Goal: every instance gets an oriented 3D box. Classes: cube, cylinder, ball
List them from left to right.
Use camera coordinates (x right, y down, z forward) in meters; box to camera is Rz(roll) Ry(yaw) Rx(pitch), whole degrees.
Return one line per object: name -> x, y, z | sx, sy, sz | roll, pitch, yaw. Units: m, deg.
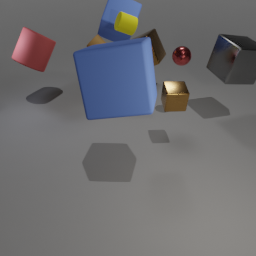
cylinder -> -3.946, -3.282, 11.777 | 1.400, 1.400, 1.400 | 25, 10, -5
cylinder -> -1.269, -3.456, 11.841 | 0.700, 0.700, 0.700 | -42, 15, 14
cube -> -0.389, -4.674, 12.152 | 1.400, 1.400, 1.400 | 19, -13, -9
cube -> -0.179, -1.100, 6.042 | 1.400, 1.400, 1.400 | -5, 21, 11
cylinder -> -0.077, -3.992, 10.718 | 0.700, 0.700, 0.700 | 11, 26, -24
cube -> 0.804, -3.703, 13.467 | 1.400, 1.400, 1.400 | -16, 24, 31
cube -> 1.474, -0.999, 8.864 | 0.700, 0.700, 0.700 | -2, 43, -5
ball -> 1.964, -2.628, 10.226 | 0.700, 0.700, 0.700 | 0, 31, 0
cube -> 4.104, -2.585, 10.590 | 1.400, 1.400, 1.400 | -3, 39, -21
